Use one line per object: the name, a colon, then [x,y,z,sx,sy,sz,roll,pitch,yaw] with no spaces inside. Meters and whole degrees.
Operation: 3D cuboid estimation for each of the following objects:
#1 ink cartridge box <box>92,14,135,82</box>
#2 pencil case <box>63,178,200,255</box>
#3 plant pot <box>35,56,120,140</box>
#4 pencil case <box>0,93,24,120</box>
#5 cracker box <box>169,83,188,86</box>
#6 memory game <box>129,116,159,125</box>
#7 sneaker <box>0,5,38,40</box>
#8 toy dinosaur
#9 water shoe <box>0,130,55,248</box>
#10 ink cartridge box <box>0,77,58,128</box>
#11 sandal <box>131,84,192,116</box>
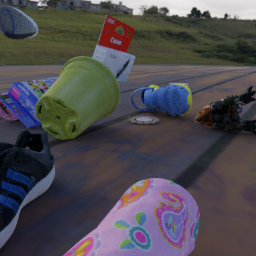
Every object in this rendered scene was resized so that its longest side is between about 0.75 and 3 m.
ink cartridge box: [-0.317,-2.325,8.633,0.441,1.759,2.026,29,18,18]
pencil case: [-0.106,1.233,2.272,0.983,0.983,2.249,8,18,26]
plant pot: [-1.440,-0.679,7.581,1.971,1.971,1.812,6,35,20]
pencil case: [-3.845,-0.961,10.090,0.999,0.956,2.310,-11,16,2]
cracker box: [2.560,-1.937,14.183,0.950,0.636,0.274,5,16,15]
memory game: [0.529,-0.256,9.190,1.038,0.066,1.038,0,15,0]
sneaker: [-3.132,-2.861,7.487,2.101,0.783,0.915,24,22,24]
toy dinosaur: [2.758,-0.321,8.114,1.707,1.284,2.515,-4,27,47]
water shoe: [-1.830,0.733,3.755,0.953,1.052,2.665,2,16,6]
ink cartridge box: [-2.756,-0.925,9.311,1.551,0.545,2.599,44,31,10]
sandal: [1.097,-0.976,10.042,1.267,1.157,2.911,-10,9,-29]
